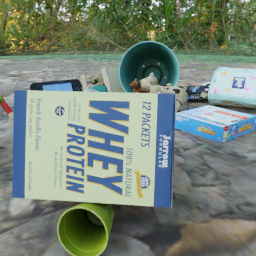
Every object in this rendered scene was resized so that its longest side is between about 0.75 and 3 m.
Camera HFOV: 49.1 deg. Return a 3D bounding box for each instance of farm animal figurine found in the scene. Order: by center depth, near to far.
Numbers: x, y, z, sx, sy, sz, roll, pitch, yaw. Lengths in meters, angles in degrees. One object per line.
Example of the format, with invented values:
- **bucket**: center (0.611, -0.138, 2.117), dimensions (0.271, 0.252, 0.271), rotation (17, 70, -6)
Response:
- **farm animal figurine**: center (1.156, -1.385, 11.553), dimensions (2.939, 1.550, 2.972), rotation (8, 27, 1)

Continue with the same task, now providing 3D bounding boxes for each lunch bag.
- **lunch bag**: center (5.180, -1.830, 13.042), dimensions (2.499, 1.789, 2.934), rotation (11, 25, 24)

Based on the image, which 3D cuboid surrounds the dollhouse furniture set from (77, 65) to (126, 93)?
- **dollhouse furniture set**: center (-1.284, -2.223, 15.480), dimensions (2.265, 1.716, 2.584), rotation (-14, 1, -35)

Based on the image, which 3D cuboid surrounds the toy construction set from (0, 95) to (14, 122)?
- **toy construction set**: center (-4.102, 0.214, 7.623), dimensions (2.426, 1.864, 2.023), rotation (-34, -10, -32)

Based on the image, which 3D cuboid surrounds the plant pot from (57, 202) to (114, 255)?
- **plant pot**: center (-0.609, 1.567, 4.672), dimensions (0.839, 0.839, 0.808), rotation (5, 8, 13)

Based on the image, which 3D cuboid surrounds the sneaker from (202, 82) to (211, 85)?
- **sneaker**: center (5.022, -2.592, 17.142), dimensions (1.762, 0.657, 0.768), rotation (-11, 17, -32)

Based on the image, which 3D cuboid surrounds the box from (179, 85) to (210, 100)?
- **box**: center (3.449, -1.883, 14.833), dimensions (1.921, 0.481, 1.935), rotation (-2, 18, 24)

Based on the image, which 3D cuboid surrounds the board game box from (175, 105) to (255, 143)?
- **board game box**: center (3.126, -0.217, 10.135), dimensions (2.009, 0.573, 2.052), rotation (-13, 23, -36)

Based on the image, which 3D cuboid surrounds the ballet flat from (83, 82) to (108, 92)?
- **ballet flat**: center (-1.277, -1.978, 14.919), dimensions (2.847, 1.004, 0.929), rotation (-13, 0, -44)

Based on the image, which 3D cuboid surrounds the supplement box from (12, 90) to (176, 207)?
- **supplement box**: center (-0.445, 0.274, 5.709), dimensions (2.680, 1.799, 2.677), rotation (2, 2, 5)

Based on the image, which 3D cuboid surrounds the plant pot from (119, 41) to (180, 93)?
- **plant pot**: center (1.177, -2.775, 14.501), dimensions (2.933, 2.933, 2.353), rotation (3, 7, 9)

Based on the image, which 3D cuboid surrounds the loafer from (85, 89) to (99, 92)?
- **loafer**: center (-1.284, -0.750, 11.425), dimensions (0.989, 0.865, 2.751), rotation (10, 24, -23)

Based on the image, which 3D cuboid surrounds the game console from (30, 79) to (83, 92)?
- **game console**: center (-2.753, -1.251, 12.076), dimensions (2.356, 2.031, 1.398), rotation (-12, -4, -32)
